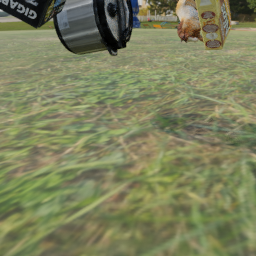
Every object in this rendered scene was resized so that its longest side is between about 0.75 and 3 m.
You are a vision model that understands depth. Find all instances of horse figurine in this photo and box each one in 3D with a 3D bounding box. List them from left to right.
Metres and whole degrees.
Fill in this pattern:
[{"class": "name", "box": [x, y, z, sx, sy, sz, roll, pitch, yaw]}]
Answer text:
[{"class": "horse figurine", "box": [2.148, -3.540, 8.881, 1.697, 2.561, 0.639, 3, -23, -18]}]

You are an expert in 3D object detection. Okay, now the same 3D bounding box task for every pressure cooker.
[{"class": "pressure cooker", "box": [-0.973, -3.637, 9.431, 2.445, 2.151, 2.184, -3, 51, 26]}]

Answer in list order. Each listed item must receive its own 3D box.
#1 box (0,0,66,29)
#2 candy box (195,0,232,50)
[{"class": "box", "box": [-2.038, -2.389, 4.101, 2.201, 0.551, 2.217, 24, 25, -17]}, {"class": "candy box", "box": [2.048, -2.875, 6.671, 0.481, 1.738, 1.003, 8, 54, 32]}]
